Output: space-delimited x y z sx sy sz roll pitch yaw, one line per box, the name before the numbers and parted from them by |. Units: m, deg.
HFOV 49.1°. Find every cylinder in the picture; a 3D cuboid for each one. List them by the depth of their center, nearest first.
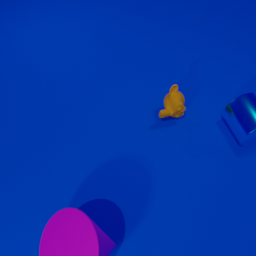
cylinder | 3.146 -0.218 7.271 1.025 1.025 1.025 -16 60 -10

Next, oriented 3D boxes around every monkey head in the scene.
monkey head | 1.129 -0.618 7.471 0.796 1.106 0.667 -14 61 -10

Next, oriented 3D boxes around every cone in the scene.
cone | -0.681 2.347 5.508 1.452 1.458 1.452 -12 68 32
